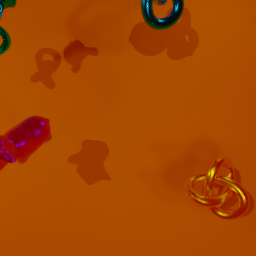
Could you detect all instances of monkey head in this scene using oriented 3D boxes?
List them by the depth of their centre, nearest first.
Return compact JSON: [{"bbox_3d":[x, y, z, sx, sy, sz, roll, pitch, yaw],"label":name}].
[{"bbox_3d":[-2.961,-3.250,6.528,0.798,0.953,1.324,-30,109,-42],"label":"monkey head"}]

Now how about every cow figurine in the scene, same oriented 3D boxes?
[{"bbox_3d":[-2.364,0.256,6.063,1.638,1.612,0.899,-42,88,-23],"label":"cow figurine"}]

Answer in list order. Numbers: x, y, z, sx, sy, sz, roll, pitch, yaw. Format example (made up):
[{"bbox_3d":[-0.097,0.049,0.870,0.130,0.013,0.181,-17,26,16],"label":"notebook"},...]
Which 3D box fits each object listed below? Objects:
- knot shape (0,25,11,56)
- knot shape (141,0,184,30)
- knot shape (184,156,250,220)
[{"bbox_3d":[-3.666,-2.584,7.249,0.659,1.427,1.335,5,90,13],"label":"knot shape"},{"bbox_3d":[0.632,-3.662,7.246,0.931,1.886,2.016,-11,92,34],"label":"knot shape"},{"bbox_3d":[2.164,1.335,6.651,1.480,0.684,1.385,25,72,3],"label":"knot shape"}]
